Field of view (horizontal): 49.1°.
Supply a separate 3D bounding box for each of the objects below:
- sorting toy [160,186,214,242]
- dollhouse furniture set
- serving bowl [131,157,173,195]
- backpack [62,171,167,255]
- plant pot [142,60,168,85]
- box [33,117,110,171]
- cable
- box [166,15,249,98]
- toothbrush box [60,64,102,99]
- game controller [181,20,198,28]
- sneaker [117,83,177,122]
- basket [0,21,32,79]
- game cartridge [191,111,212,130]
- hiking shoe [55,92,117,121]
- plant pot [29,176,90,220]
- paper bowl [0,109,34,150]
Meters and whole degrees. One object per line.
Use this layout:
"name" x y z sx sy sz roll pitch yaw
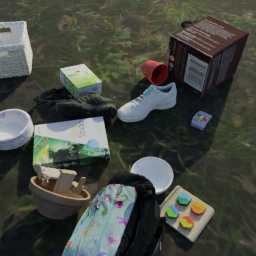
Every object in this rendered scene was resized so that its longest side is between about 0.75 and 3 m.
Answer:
"sorting toy" 1.787 2.606 8.750 1.424 0.260 1.318 33 56 26
"dollhouse furniture set" -2.150 1.351 8.952 1.239 0.709 1.453 16 17 -37
"serving bowl" 0.787 1.677 9.452 1.419 0.467 1.419 0 47 0
"backpack" -0.309 2.916 7.307 1.885 2.485 2.978 4 48 31
"plant pot" 1.201 -2.660 13.109 1.058 1.058 0.936 -26 42 -22
"box" -2.128 0.541 10.471 2.689 0.489 1.941 -9 48 -7
"cable" -3.205 -1.320 12.051 1.689 0.429 1.378 0 40 -8
"box" 3.486 -3.279 12.726 2.733 2.267 2.244 -34 56 -27
"toothbrush box" -2.127 -2.076 12.585 1.226 0.725 1.684 -20 49 -30
"game controller" 4.010 -5.198 15.582 1.443 0.582 2.766 -9 48 -15
"sneaker" 0.788 -1.191 11.557 2.737 1.211 1.030 -23 53 -19
"basket" -5.847 -3.713 13.433 2.248 1.825 2.269 -9 48 -8
"game cartridge" 2.986 -0.333 11.491 0.608 0.187 0.913 24 52 26
"hiking shoe" -1.722 -0.927 11.633 2.478 0.939 1.248 4 41 -9
"plant pot" -2.158 2.171 8.477 1.843 1.843 0.851 20 90 17
"paper bowl" -4.431 0.134 10.577 1.675 0.871 1.675 0 48 0
